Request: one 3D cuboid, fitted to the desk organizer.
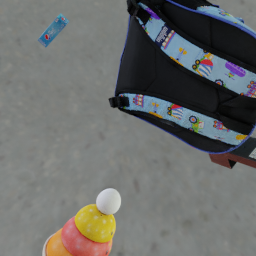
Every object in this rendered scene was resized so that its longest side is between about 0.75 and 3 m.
[{"bbox_3d":[2.382,0.553,5.703,0.559,0.600,1.558,-43,34,-20],"label":"desk organizer"}]

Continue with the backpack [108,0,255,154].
[{"bbox_3d":[1.378,-1.092,5.558,2.968,2.709,1.996,31,37,26],"label":"backpack"}]

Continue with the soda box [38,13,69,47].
[{"bbox_3d":[-1.870,-2.429,6.999,0.283,0.881,0.299,42,35,-24],"label":"soda box"}]

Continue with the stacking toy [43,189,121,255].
[{"bbox_3d":[-0.542,1.546,4.245,1.076,1.076,1.473,32,107,9],"label":"stacking toy"}]
